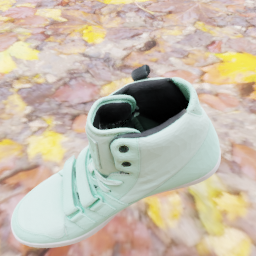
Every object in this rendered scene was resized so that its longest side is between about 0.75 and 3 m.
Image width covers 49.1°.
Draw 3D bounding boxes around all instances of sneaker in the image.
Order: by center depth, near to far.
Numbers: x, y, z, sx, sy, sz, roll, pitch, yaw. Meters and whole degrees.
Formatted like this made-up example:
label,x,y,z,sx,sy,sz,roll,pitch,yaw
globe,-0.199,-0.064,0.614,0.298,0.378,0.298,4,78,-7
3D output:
label,x,y,z,sx,sy,sz,roll,pitch,yaw
sneaker,-0.449,0.393,3.211,2.926,1.726,1.077,-26,53,7
